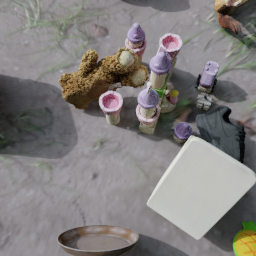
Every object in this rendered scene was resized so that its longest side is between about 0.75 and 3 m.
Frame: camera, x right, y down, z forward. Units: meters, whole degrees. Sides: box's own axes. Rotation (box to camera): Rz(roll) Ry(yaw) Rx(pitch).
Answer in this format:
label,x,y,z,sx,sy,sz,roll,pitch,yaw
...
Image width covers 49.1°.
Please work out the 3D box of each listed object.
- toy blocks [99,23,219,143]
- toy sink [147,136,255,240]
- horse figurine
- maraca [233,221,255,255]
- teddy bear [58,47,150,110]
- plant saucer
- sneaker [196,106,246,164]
label,x,y,z,sx,sy,sz,roll,pitch,yaw
toy blocks,0.905,-1.213,6.819,2.682,2.258,2.507,17,68,8
toy sink,1.537,1.047,5.871,1.337,2.052,1.149,32,34,9
horse figurine,3.429,-4.286,8.510,0.747,1.983,2.992,24,92,-17
maraca,2.741,2.549,6.172,0.774,0.604,1.128,29,46,16
teddy bear,-0.623,-1.274,7.096,1.689,2.329,0.778,26,50,-34
plant saucer,-0.584,2.250,5.540,1.595,1.595,0.256,-1,87,0
sneaker,2.443,0.427,6.741,0.978,0.819,2.155,-31,69,28
